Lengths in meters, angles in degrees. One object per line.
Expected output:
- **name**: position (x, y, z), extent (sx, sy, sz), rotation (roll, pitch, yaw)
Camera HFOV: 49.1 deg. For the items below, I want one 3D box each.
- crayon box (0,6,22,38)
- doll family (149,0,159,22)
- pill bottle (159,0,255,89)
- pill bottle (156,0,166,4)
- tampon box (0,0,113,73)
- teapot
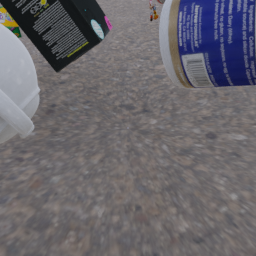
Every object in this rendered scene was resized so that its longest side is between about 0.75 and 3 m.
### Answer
- **crayon box**: position (-3.795, -3.203, 8.553), extent (0.801, 0.393, 1.348), rotation (-17, 54, -16)
- **doll family**: position (0.922, -4.088, 9.829), extent (0.342, 0.758, 0.470), rotation (-3, 54, 8)
- **pill bottle**: position (1.731, -1.213, 3.435), extent (2.413, 1.396, 1.396), rotation (3, 31, 33)
- **pill bottle**: position (1.566, -4.200, 8.376), extent (0.886, 0.886, 1.529), rotation (-28, 34, -35)
- **tampon box**: position (-1.769, -3.036, 7.176), extent (1.523, 2.412, 1.808), rotation (-27, 24, 22)
- **teapot**: position (-1.653, -0.338, 3.333), extent (1.683, 1.245, 1.705), rotation (-36, 20, 27)
